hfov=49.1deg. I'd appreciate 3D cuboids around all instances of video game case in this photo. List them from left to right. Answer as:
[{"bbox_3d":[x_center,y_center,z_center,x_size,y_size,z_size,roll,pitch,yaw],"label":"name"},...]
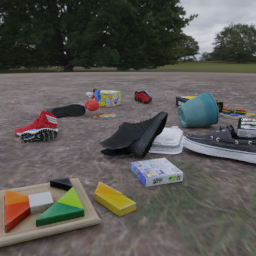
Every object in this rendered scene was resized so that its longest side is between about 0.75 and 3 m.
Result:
[{"bbox_3d":[0.629,0.976,6.306,0.870,0.218,0.960,-4,15,-17],"label":"video game case"}]

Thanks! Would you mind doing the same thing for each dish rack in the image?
[{"bbox_3d":[0.907,0.281,8.672,1.667,0.423,1.942,5,16,15],"label":"dish rack"}]

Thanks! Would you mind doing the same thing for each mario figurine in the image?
[{"bbox_3d":[-1.687,-1.280,12.912,0.785,0.914,1.481,-34,22,25],"label":"mario figurine"}]

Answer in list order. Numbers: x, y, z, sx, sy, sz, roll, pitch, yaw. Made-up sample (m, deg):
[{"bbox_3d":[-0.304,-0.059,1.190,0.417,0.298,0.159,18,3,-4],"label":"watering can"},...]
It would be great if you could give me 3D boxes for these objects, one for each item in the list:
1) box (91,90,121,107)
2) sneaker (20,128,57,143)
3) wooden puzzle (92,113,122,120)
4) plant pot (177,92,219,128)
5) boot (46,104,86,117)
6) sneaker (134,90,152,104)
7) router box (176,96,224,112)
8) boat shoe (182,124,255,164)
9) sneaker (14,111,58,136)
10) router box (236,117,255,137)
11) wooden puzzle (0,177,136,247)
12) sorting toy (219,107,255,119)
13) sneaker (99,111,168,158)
[{"bbox_3d":[-1.190,-1.632,15.383,1.208,0.765,1.254,6,15,23],"label":"box"},{"bbox_3d":[-2.850,0.178,8.985,1.140,0.448,0.508,-3,17,-11],"label":"sneaker"},{"bbox_3d":[-0.900,-0.531,12.442,1.349,0.095,0.800,-6,15,-21],"label":"wooden puzzle"},{"bbox_3d":[2.569,-0.570,10.561,1.197,1.274,1.274,-17,17,-8],"label":"plant pot"},{"bbox_3d":[-2.848,-0.847,12.850,1.633,0.570,1.075,-2,9,-26],"label":"boot"},{"bbox_3d":[1.084,-1.889,16.473,0.900,0.747,1.883,-4,15,-21],"label":"sneaker"},{"bbox_3d":[3.536,-1.203,14.135,1.603,0.549,2.149,-3,15,-12],"label":"router box"},{"bbox_3d":[2.680,0.333,7.316,2.560,0.848,0.895,11,9,38],"label":"boat shoe"},{"bbox_3d":[-3.169,-0.192,9.632,1.438,0.831,0.563,-7,16,-25],"label":"sneaker"},{"bbox_3d":[4.594,0.204,8.494,2.425,0.619,1.809,6,16,22],"label":"router box"},{"bbox_3d":[-1.456,1.300,4.843,2.810,0.329,1.896,-9,17,-29],"label":"wooden puzzle"},{"bbox_3d":[4.836,-0.688,12.572,2.031,0.343,0.979,-7,16,-26],"label":"sorting toy"},{"bbox_3d":[0.228,0.088,7.782,1.131,0.651,2.168,21,48,19],"label":"sneaker"}]
